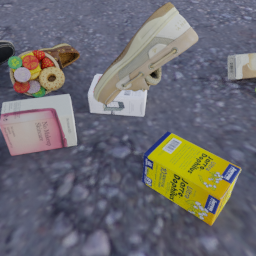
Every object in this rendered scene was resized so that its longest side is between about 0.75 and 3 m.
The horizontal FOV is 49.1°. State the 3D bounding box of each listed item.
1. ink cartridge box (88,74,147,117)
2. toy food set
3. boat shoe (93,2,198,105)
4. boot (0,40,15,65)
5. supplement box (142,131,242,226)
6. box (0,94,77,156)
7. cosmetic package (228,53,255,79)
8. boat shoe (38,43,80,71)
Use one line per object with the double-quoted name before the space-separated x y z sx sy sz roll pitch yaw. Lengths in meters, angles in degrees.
"ink cartridge box" -0.304 -1.139 9.530 1.843 0.774 1.341 5 42 5
"toy food set" -3.354 -1.974 10.122 1.798 0.442 1.816 -27 86 -16
"boat shoe" 0.206 -1.135 5.602 0.919 2.828 1.020 44 49 -5
"boot" -5.359 -2.214 10.533 2.865 1.048 2.157 -28 48 -23
"supplement box" 1.439 1.143 6.726 1.993 1.085 1.091 28 49 28
"box" -2.500 -0.099 8.032 1.901 1.215 1.036 -9 42 -10
"cosmetic package" 4.799 -2.396 10.725 1.795 0.944 0.638 -8 11 -7
"boat shoe" -3.021 -2.675 11.150 0.876 0.934 2.594 26 45 29
